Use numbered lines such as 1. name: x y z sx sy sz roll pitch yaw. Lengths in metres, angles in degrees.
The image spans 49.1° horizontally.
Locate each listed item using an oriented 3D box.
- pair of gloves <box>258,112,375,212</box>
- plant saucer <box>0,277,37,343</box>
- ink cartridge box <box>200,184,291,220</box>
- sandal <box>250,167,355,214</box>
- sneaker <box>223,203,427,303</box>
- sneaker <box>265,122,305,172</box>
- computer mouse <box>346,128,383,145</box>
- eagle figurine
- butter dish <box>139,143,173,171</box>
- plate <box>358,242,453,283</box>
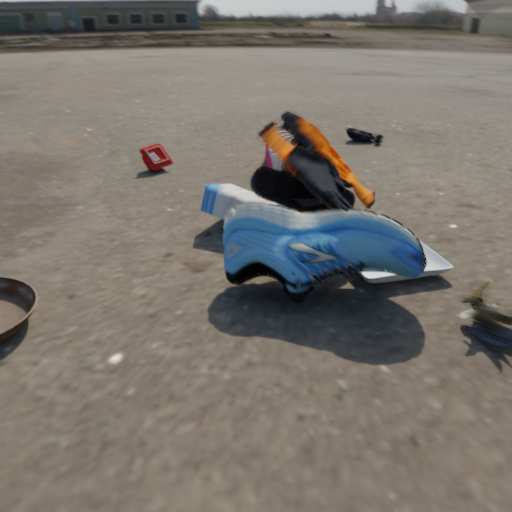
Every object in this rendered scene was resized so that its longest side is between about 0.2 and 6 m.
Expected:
1. pair of gloves: 1.416 -1.818 11.479 2.842 0.394 3.190 45 25 -6
2. plant saucer: -4.401 0.931 8.406 2.156 0.346 2.156 0 27 0
3. ink cartridge box: -0.183 -0.978 11.722 1.698 0.576 0.977 23 20 26
4. sandal: 1.036 -1.285 11.487 2.336 0.500 0.888 10 62 -20
5. sneaker: 1.030 0.136 9.187 3.371 1.321 1.516 4 68 17
6. sneaker: 0.878 -3.069 15.978 1.203 1.015 2.751 0 30 -2
7. computer mouse: 3.532 -3.900 18.497 1.244 0.328 0.861 18 29 12
8. eagle figurine: 3.453 0.900 8.126 0.937 0.711 0.707 50 13 20
9. butter dish: -2.857 -2.659 15.652 0.764 0.566 0.766 -29 80 -40
10. plate: 2.425 0.054 10.292 1.684 0.273 1.688 -8 27 -14
